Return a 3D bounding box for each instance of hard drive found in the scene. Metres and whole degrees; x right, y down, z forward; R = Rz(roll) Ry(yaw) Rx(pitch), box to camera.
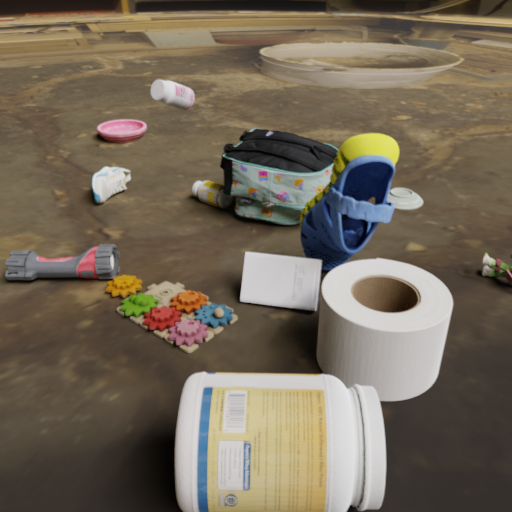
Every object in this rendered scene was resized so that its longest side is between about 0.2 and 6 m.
[{"bbox_3d":[0.380,0.392,8.720,1.196,0.789,0.152,6,-1,14],"label":"hard drive"}]

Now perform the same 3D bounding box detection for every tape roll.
[{"bbox_3d":[1.646,0.935,7.391,1.657,1.138,1.657,0,30,0],"label":"tape roll"}]

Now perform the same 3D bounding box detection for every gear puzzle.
[{"bbox_3d":[-1.444,0.679,8.688,2.302,0.301,1.192,22,36,33],"label":"gear puzzle"}]

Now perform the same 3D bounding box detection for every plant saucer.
[{"bbox_3d":[-3.856,-3.579,16.148,1.388,0.352,1.388,0,30,0],"label":"plant saucer"},{"bbox_3d":[3.176,-1.288,12.235,0.929,0.233,0.929,0,30,0],"label":"plant saucer"}]

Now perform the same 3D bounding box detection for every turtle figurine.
[{"bbox_3d":[4.279,0.142,9.319,0.883,0.910,0.655,14,-2,31],"label":"turtle figurine"}]

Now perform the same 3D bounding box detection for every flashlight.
[{"bbox_3d":[-3.236,0.107,9.437,1.776,0.604,0.601,0,0,3],"label":"flashlight"}]

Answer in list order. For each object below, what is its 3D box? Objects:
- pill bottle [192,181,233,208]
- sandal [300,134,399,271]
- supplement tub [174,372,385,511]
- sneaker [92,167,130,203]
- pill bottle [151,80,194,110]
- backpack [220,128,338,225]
[{"bbox_3d":[-0.954,-1.351,12.092,0.854,0.478,0.478,21,36,32],"label":"pill bottle"},{"bbox_3d":[1.342,-0.513,8.509,1.104,2.779,1.210,4,57,-7],"label":"sandal"},{"bbox_3d":[0.221,1.857,5.534,1.885,1.364,1.364,1,30,2],"label":"supplement tub"},{"bbox_3d":[-3.243,-1.619,12.491,0.596,0.565,1.476,2,31,4],"label":"sneaker"},{"bbox_3d":[-1.548,-2.979,10.348,0.433,0.433,0.764,22,13,33],"label":"pill bottle"},{"bbox_3d":[0.591,-1.589,11.286,2.174,1.667,1.911,8,30,23],"label":"backpack"}]
